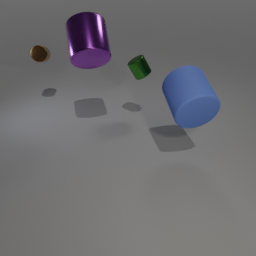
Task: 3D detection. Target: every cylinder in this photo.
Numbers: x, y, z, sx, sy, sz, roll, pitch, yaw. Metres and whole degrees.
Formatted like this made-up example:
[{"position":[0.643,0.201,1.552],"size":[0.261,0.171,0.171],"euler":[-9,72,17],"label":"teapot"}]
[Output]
[{"position":[-3.758,-3.188,12.057],"size":[0.700,0.700,0.700],"euler":[-2,14,-4],"label":"cylinder"},{"position":[1.899,-0.952,8.604],"size":[1.400,1.400,1.400],"euler":[-6,50,-10],"label":"cylinder"},{"position":[-1.361,-2.960,9.611],"size":[1.400,1.400,1.400],"euler":[-7,76,-12],"label":"cylinder"},{"position":[0.439,-2.317,10.714],"size":[0.700,0.700,0.700],"euler":[-27,26,14],"label":"cylinder"}]
